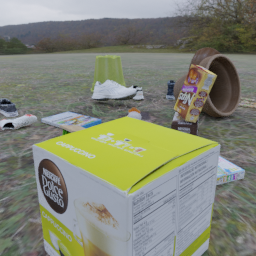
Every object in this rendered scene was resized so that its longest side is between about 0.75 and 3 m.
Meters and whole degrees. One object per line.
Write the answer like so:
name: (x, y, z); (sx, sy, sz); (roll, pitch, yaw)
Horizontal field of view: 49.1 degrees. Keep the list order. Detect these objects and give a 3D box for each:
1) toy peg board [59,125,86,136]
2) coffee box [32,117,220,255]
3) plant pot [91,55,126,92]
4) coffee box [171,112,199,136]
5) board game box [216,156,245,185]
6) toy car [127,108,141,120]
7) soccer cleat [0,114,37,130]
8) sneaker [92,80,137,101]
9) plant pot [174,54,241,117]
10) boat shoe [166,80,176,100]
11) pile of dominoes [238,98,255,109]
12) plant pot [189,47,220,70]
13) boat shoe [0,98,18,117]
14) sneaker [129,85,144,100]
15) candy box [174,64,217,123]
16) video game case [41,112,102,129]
toy peg board: (-1.714, 0.191, 9.110); (0.793, 0.390, 0.797); (3, 13, -46)
coffee box: (-0.023, 1.045, 4.095); (1.881, 1.863, 1.884); (17, 25, 41)
plant pot: (-1.129, -3.199, 16.382); (2.192, 2.015, 2.192); (0, 18, 0)
coffee box: (1.906, -0.051, 9.325); (0.830, 0.586, 1.468); (5, 19, 13)
board game box: (2.078, 0.950, 6.947); (0.867, 0.221, 1.290); (-8, 20, -22)
toy car: (0.125, -0.237, 9.315); (0.839, 0.949, 0.875); (5, 19, 15)
soccer cleat: (-3.907, -0.172, 10.025); (1.271, 0.436, 0.541); (-8, 31, -18)
sneaker: (-0.692, -1.790, 13.197); (2.332, 1.016, 0.869); (3, 0, 24)
plant pot: (3.177, -1.616, 11.860); (2.478, 2.478, 2.161); (-15, 5, -36)
boat shoe: (2.595, -2.144, 14.964); (0.715, 0.917, 2.021); (8, 20, 23)
pile of dominoes: (5.707, -1.359, 13.557); (2.182, 0.347, 1.701); (14, 23, 37)
plant pot: (5.048, -4.006, 19.046); (2.243, 2.243, 2.400); (11, 37, 30)
boat shoe: (-5.257, -0.965, 11.933); (0.673, 0.636, 1.877); (-15, 24, -37)
sneaker: (0.283, -1.964, 14.827); (0.642, 0.697, 1.742); (-13, 21, -30)
candy box: (2.049, -1.075, 8.724); (0.448, 1.585, 0.925); (9, 24, -21)
video game case: (-2.145, -0.264, 10.615); (1.894, 0.169, 1.356); (14, 22, 36)
